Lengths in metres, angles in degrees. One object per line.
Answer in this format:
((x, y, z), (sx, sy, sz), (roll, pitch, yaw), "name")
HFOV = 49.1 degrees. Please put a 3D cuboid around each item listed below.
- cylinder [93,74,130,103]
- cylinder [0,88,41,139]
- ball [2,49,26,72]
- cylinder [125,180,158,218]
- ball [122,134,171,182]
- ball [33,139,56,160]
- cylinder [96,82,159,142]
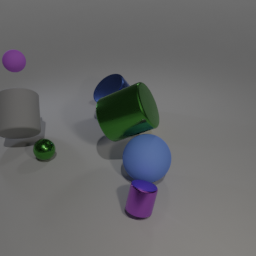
((-0.409, -1.161, 11.012), (1.400, 1.400, 1.400), (-20, 48, 25), "cylinder")
((-3.757, -0.472, 9.615), (1.400, 1.400, 1.400), (-6, 75, -9), "cylinder")
((-3.576, -2.104, 8.798), (0.700, 0.700, 0.700), (0, 30, 0), "ball")
((0.338, 1.763, 7.035), (0.700, 0.700, 0.700), (12, 12, -3), "cylinder")
((0.541, 0.868, 8.061), (1.400, 1.400, 1.400), (0, 30, 0), "ball")
((-2.701, 0.690, 9.050), (0.700, 0.700, 0.700), (0, 30, 0), "ball")
((0.009, -0.454, 8.214), (1.400, 1.400, 1.400), (-19, 23, 23), "cylinder")
